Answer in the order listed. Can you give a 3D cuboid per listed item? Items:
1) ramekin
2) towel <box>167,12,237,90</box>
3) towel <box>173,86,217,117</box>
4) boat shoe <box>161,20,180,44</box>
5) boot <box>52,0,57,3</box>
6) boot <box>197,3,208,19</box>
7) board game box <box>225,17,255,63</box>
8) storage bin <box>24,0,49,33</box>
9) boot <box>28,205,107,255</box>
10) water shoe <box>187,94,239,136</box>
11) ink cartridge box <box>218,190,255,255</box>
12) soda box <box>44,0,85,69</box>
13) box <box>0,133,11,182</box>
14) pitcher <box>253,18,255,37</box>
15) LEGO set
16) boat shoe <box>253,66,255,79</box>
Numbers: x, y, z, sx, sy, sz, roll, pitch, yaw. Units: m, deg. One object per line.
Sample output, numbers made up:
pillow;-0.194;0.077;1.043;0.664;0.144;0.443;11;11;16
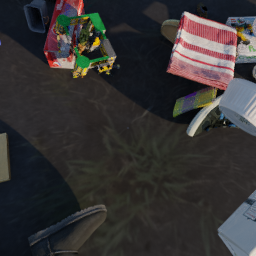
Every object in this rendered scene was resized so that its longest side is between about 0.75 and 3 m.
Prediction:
ramekin;2.633;-0.391;6.094;1.422;1.422;0.662;40;92;17
towel;2.466;-2.560;8.928;2.017;0.319;2.800;17;59;0
towel;2.020;-0.809;8.456;1.341;0.153;0.963;-20;28;33
boat shoe;2.036;-3.031;9.695;2.198;0.814;0.730;31;52;14
boot;-3.060;-5.152;11.091;0.751;0.278;0.616;-35;69;-20
boot;2.881;-4.548;10.675;0.366;0.474;0.979;-4;64;-2
board game box;5.060;-3.185;9.992;2.800;0.485;1.768;-3;65;-1
storage bin;-3.216;-4.135;10.225;0.754;1.036;0.696;12;55;6
boot;-1.022;3.406;6.542;2.123;0.845;2.575;-27;63;-1
water shoe;3.016;-0.426;8.382;2.734;0.977;1.079;-34;71;-15
ink cartridge box;2.651;1.700;4.833;1.838;0.763;1.347;-42;113;-9
soda box;-2.189;-3.471;9.881;0.862;0.952;2.719;4;64;2
box;-4.383;1.011;8.111;1.821;0.194;1.489;-13;65;-6
pitcher;5.044;-3.611;9.420;1.945;1.179;1.669;-18;40;-19
LEGO set;-1.428;-2.560;9.221;1.779;1.341;2.314;-29;83;-26
boat shoe;5.242;-1.424;8.959;2.496;0.800;0.920;40;70;18
